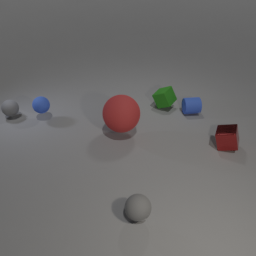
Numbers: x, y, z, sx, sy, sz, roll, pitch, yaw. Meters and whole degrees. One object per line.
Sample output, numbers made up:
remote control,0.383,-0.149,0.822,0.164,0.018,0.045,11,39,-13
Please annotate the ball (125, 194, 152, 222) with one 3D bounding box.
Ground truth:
ball,0.261,2.065,7.282,0.700,0.700,0.700,0,33,0

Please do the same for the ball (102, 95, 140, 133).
ball,-0.245,-0.532,10.360,1.400,1.400,1.400,0,33,0

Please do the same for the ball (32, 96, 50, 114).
ball,-3.566,-0.945,11.497,0.700,0.700,0.700,0,33,0

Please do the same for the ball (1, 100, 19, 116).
ball,-4.955,-0.839,11.779,0.700,0.700,0.700,0,33,0

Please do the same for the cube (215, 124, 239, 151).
cube,3.573,0.339,10.057,0.700,0.700,0.700,-3,30,27

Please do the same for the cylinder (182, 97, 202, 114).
cylinder,2.760,-0.972,12.164,0.700,0.700,0.700,-4,33,-5

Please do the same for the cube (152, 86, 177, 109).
cube,1.634,-1.369,12.497,0.700,0.700,0.700,-6,29,44
